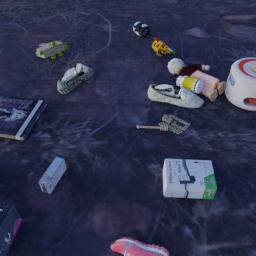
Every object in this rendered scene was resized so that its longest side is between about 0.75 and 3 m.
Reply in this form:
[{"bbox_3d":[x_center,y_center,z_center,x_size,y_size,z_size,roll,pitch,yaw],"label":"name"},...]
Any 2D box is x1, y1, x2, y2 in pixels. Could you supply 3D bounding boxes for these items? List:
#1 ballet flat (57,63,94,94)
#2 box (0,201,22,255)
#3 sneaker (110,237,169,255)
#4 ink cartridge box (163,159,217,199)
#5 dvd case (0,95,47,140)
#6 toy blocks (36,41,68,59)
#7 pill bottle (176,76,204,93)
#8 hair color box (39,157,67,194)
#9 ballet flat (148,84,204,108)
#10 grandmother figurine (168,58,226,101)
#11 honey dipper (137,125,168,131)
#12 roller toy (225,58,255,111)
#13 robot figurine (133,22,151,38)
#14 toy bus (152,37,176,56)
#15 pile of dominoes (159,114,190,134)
[{"bbox_3d":[-2.356,-2.428,12.835,0.783,0.869,2.307,24,49,23],"label":"ballet flat"},{"bbox_3d":[-4.061,2.606,7.461,1.939,1.029,1.185,7,44,8],"label":"box"},{"bbox_3d":[0.259,3.264,7.121,1.537,0.567,0.667,9,46,9],"label":"sneaker"},{"bbox_3d":[1.889,1.585,8.810,1.521,0.632,1.115,2,44,2],"label":"ink cartridge box"},{"bbox_3d":[-5.093,-0.527,11.308,2.948,0.235,2.192,7,44,8],"label":"dvd case"},{"bbox_3d":[-4.242,-4.208,14.874,1.136,0.830,1.662,23,46,38],"label":"toy blocks"},{"bbox_3d":[2.657,-1.909,12.072,1.058,0.595,0.595,24,48,33],"label":"pill bottle"},{"bbox_3d":[-2.393,1.505,8.976,0.324,0.529,1.069,13,45,13],"label":"hair color box"},{"bbox_3d":[2.022,-1.386,11.827,2.427,0.757,0.819,9,44,9],"label":"ballet flat"},{"bbox_3d":[3.002,-2.372,12.746,1.769,0.884,2.918,-35,53,-22],"label":"grandmother figurine"},{"bbox_3d":[0.935,-0.025,10.808,1.203,0.228,0.228,2,44,5],"label":"honey dipper"},{"bbox_3d":[5.314,-1.910,11.746,2.119,1.623,2.323,-29,51,-27],"label":"roller toy"},{"bbox_3d":[0.816,-5.740,16.410,0.732,0.882,1.173,-37,54,-11],"label":"robot figurine"},{"bbox_3d":[1.783,-4.127,14.728,1.259,0.689,1.334,41,24,6],"label":"toy bus"},{"bbox_3d":[1.823,-0.196,11.017,1.036,0.165,0.807,27,50,26],"label":"pile of dominoes"}]
